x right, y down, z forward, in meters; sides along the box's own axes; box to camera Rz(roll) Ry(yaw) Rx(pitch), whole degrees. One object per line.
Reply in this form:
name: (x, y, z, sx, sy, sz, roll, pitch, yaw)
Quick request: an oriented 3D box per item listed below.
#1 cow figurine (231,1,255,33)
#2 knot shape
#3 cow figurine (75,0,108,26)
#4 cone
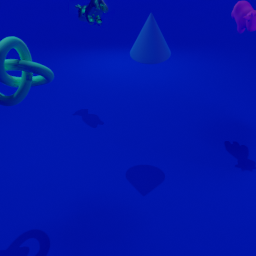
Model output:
cow figurine: (2.998, -2.830, 7.007, 0.573, 1.027, 1.043, -20, 73, 7)
knot shape: (-1.748, -0.881, 4.611, 1.039, 1.110, 0.513, 3, 37, -39)
cow figurine: (-1.158, -3.716, 8.781, 0.609, 1.109, 1.092, -10, 64, -39)
cone: (0.492, -2.033, 6.068, 0.931, 0.935, 0.931, -1, 45, 1)
